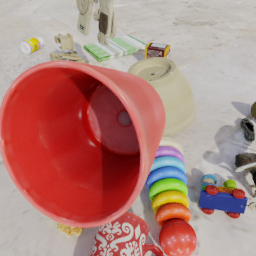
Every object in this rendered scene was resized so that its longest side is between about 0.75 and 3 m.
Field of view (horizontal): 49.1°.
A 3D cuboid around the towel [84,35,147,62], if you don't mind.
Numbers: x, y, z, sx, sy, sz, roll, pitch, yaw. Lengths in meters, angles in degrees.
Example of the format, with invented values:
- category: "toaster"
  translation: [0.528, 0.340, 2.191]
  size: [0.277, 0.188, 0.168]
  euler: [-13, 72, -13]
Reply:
- category: "towel"
  translation: [-0.621, -4.204, 14.759]
  size: [2.896, 0.444, 2.160]
  euler: [-20, 39, -21]

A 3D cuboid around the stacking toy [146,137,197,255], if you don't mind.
- category: "stacking toy"
  translation: [0.976, 1.573, 6.491]
  size: [1.213, 1.213, 2.843]
  euler: [-3, 43, -4]

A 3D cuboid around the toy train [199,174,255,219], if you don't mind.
- category: "toy train"
  translation: [2.574, 1.607, 6.749]
  size: [1.687, 0.714, 0.976]
  euler: [6, 24, 8]

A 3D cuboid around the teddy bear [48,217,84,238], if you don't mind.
- category: "teddy bear"
  translation: [-0.898, 1.512, 6.718]
  size: [2.358, 0.787, 1.709]
  euler: [-20, 43, -24]

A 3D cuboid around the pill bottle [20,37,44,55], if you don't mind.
- category: "pill bottle"
  translation: [-4.968, -4.348, 14.641]
  size: [0.651, 0.651, 1.249]
  euler: [17, 41, 22]

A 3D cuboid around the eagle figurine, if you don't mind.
- category: "eagle figurine"
  translation: [3.513, 0.901, 7.296]
  size: [1.367, 1.359, 1.801]
  euler: [3, 47, 21]

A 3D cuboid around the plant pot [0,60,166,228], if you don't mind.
- category: "plant pot"
  translation: [-0.437, 0.036, 4.479]
  size: [2.312, 2.312, 2.046]
  euler: [15, 21, 20]

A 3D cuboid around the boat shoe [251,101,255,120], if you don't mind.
- category: "boat shoe"
  translation: [5.337, -0.262, 9.072]
  size: [2.558, 0.914, 0.841]
  euler: [27, 33, 34]

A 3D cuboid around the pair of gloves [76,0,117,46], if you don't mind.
- category: "pair of gloves"
  translation: [-0.979, -3.756, 8.851]
  size: [0.402, 1.950, 2.293]
  euler: [-16, 38, -31]

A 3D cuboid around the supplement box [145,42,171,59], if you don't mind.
- category: "supplement box"
  translation: [1.355, -3.297, 12.935]
  size: [1.028, 1.014, 0.682]
  euler: [13, 39, 16]

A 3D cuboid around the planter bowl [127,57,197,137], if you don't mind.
- category: "planter bowl"
  translation: [0.868, -1.190, 9.142]
  size: [2.620, 1.763, 2.620]
  euler: [-8, 39, 7]

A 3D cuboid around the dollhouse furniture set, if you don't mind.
- category: "dollhouse furniture set"
  translation: [-2.730, -3.596, 12.653]
  size: [1.153, 1.834, 2.074]
  euler: [-19, 42, -24]

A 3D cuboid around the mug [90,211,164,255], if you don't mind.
- category: "mug"
  translation: [-0.097, 2.512, 5.150]
  size: [1.431, 1.076, 1.612]
  euler: [3, 40, 14]

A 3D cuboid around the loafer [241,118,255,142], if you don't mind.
- category: "loafer"
  translation: [3.952, -0.030, 9.117]
  size: [0.411, 0.360, 1.145]
  euler: [6, 37, 8]
